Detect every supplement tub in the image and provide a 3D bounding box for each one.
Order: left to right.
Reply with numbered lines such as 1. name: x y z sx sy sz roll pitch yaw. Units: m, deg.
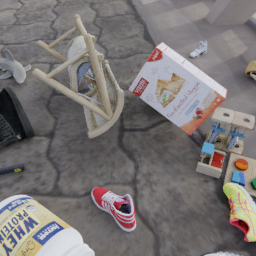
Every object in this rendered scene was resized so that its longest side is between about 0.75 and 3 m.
1. supplement tub: -2.096 2.773 6.376 2.327 1.680 1.680 25 50 24

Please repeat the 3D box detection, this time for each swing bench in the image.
1. swing bench: -1.345 -1.653 8.778 1.783 2.748 2.734 -33 36 6

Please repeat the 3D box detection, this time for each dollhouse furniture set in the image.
1. dollhouse furniture set: 3.106 0.500 8.890 1.297 1.305 1.852 17 47 16

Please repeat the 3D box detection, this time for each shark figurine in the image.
1. shark figurine: -5.588 -2.963 12.494 2.836 1.184 1.695 14 46 11

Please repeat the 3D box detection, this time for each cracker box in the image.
1. cracker box: 1.568 -1.231 9.058 2.615 1.752 0.754 37 36 2

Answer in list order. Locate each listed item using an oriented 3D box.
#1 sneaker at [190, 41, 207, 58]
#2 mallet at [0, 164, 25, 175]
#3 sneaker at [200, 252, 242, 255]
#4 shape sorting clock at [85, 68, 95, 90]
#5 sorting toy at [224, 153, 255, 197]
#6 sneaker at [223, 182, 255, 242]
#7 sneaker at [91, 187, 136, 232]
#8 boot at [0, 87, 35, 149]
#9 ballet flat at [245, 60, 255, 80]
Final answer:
1. sneaker: 3.487 -3.884 13.754 1.063 0.611 0.399 -27 51 -25
2. mallet: -4.534 1.368 8.332 2.694 0.887 0.554 -16 47 -15
3. sneaker: 2.472 3.475 6.413 1.737 0.652 1.003 5 47 3
4. shape sorting clock: -1.621 -2.099 11.141 0.332 1.692 1.692 -26 49 -6
5. sorting toy: 4.062 1.533 8.593 1.991 0.267 1.484 17 47 16
6. sneaker: 3.040 2.253 7.608 0.797 0.690 1.766 -19 46 -9
7. sneaker: -0.409 1.998 7.654 1.670 0.939 0.595 35 55 30
8. boot: -4.720 -0.306 9.886 2.038 1.026 2.726 -24 50 -21
9. ballet flat: 6.204 -2.076 11.999 2.467 0.847 0.778 36 83 34
